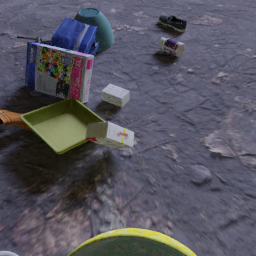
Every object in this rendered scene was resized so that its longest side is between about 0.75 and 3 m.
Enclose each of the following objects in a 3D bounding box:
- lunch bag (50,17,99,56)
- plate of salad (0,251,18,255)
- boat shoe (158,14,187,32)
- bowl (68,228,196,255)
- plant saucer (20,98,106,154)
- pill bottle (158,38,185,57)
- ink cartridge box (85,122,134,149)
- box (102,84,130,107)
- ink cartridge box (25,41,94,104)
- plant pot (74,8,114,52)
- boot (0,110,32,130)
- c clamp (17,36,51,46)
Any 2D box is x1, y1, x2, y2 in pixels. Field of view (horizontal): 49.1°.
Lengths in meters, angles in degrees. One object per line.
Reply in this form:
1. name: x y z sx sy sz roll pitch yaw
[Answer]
1. lunch bag: -1.987 -3.119 10.873 1.515 1.555 2.289 17 46 -6
2. plate of salad: -2.691 3.092 5.608 1.269 0.305 1.269 0 46 0
3. boat shoe: 2.195 -5.283 13.806 0.635 0.525 1.697 -29 52 -26
4. bowl: 0.189 2.910 4.666 2.852 2.852 1.535 9 1 9
5. plant saucer: -1.860 -0.030 8.387 1.944 0.465 1.941 36 44 29
6. pill bottle: 1.843 -3.494 11.985 1.038 0.578 0.578 32 53 28
7. ink cartridge box: -0.479 0.217 7.672 0.805 1.109 0.463 -6 70 39
8. box: -0.421 -1.135 9.750 0.833 0.406 0.518 23 49 22
9. ink cartridge box: -2.570 -1.961 9.699 2.724 1.626 0.572 18 22 19
10. plant pot: -1.653 -4.445 12.386 2.030 1.367 2.030 0 46 0
11. boot: -3.416 -0.212 8.353 1.353 0.499 1.047 12 5 4
12. c clamp: -3.528 -3.183 11.853 2.146 0.340 2.511 -6 46 -18
